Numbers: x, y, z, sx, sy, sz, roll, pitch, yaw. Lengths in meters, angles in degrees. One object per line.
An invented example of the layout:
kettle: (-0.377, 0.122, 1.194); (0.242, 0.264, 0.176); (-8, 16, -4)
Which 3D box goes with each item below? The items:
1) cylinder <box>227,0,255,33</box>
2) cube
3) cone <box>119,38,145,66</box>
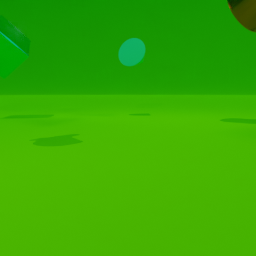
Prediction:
cylinder: (3.477, -3.378, 7.009); (1.381, 1.381, 1.381); (-5, -19, -34)
cube: (-4.201, -2.705, 9.391); (1.259, 1.259, 1.259); (-35, 41, 16)
cone: (0.358, -2.692, 10.690); (1.070, 1.070, 1.074); (4, -7, 26)
